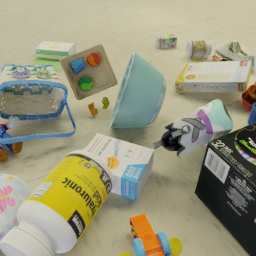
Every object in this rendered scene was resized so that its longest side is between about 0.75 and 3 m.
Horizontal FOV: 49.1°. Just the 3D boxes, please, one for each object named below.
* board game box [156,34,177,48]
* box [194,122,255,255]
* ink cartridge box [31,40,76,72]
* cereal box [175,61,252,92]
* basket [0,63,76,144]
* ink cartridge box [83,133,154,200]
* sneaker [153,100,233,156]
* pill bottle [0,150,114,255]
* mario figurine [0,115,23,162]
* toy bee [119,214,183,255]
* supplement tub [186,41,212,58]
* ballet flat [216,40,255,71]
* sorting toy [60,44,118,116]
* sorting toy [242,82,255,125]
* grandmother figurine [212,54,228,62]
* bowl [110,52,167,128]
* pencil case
[{"bbox_3d":[1.830,-4.130,13.323,0.892,0.468,0.459,-5,39,-5],"label":"board game box"},{"bbox_3d":[3.230,1.048,5.979,2.761,1.716,2.051,-18,44,-22],"label":"box"},{"bbox_3d":[-3.296,-3.180,12.173,1.514,0.499,2.081,7,38,8],"label":"ink cartridge box"},{"bbox_3d":[3.104,-1.872,10.148,2.407,0.476,1.731,6,37,28],"label":"cereal box"},{"bbox_3d":[-2.798,-0.700,8.119,2.142,1.690,2.429,-6,62,-27],"label":"basket"},{"bbox_3d":[-0.501,0.865,7.031,2.034,0.690,1.171,15,42,18],"label":"ink cartridge box"},{"bbox_3d":[1.504,0.171,7.071,1.798,2.571,0.999,-24,71,7],"label":"sneaker"},{"bbox_3d":[-1.350,1.626,5.632,1.293,1.293,2.323,17,43,20],"label":"pill bottle"},{"bbox_3d":[-3.867,-0.020,7.761,2.032,1.077,1.254,35,16,26],"label":"mario figurine"},{"bbox_3d":[0.403,2.448,5.056,1.235,1.026,1.887,-5,14,7],"label":"toy bee"},{"bbox_3d":[3.117,-3.475,12.329,0.994,0.717,0.717,-3,39,-4],"label":"supplement tub"},{"bbox_3d":[4.668,-3.305,12.047,0.860,0.860,2.477,-11,40,-13],"label":"ballet flat"},{"bbox_3d":[-1.082,-1.495,8.940,1.505,2.019,0.270,-25,9,-16],"label":"sorting toy"},{"bbox_3d":[4.557,-0.692,8.581,1.653,1.129,2.751,-13,41,-16],"label":"sorting toy"},{"bbox_3d":[4.028,-2.874,11.948,0.580,0.290,0.956,-29,44,-18],"label":"grandmother figurine"},{"bbox_3d":[0.349,-0.937,8.292,1.202,2.298,2.298,17,39,-8],"label":"bowl"},{"bbox_3d":[-2.827,2.007,5.349,1.099,1.007,2.423,38,43,-7],"label":"pencil case"}]
